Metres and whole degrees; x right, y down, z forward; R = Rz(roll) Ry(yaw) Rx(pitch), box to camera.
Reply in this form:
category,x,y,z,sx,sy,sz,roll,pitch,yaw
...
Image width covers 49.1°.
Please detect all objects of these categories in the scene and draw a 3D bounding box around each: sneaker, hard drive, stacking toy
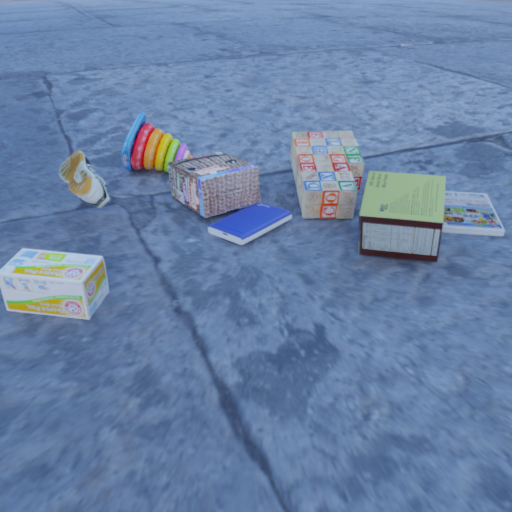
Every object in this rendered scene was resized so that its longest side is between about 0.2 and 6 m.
category,x,y,z,sx,sy,sz,roll,pitch,yaw
sneaker,-3.409,-1.483,11.194,0.642,0.743,1.696,-41,43,6
hard drive,-0.112,-0.666,11.089,0.946,0.182,1.434,21,37,38
stacking toy,-2.028,-2.399,13.359,2.119,1.230,1.163,18,64,-3

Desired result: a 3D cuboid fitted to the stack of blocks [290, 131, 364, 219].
category,x,y,z,sx,sy,sz,roll,pitch,yaw
stack of blocks,1.568,-1.799,12.073,1.404,0.714,2.438,-1,40,-3

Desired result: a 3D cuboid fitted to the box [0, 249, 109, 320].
category,x,y,z,sx,sy,sz,roll,pitch,yaw
box,-3.164,0.433,8.824,1.420,0.720,0.799,5,32,8

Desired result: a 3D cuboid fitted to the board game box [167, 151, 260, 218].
category,x,y,z,sx,sy,sz,roll,pitch,yaw
board game box,-0.911,-1.552,11.837,1.327,0.806,1.664,-18,29,-27

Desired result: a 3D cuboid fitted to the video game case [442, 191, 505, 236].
category,x,y,z,sx,sy,sz,roll,pitch,yaw
video game case,4.307,-0.910,11.591,1.224,0.154,1.709,5,31,7

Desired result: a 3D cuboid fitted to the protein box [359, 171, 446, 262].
category,x,y,z,sx,sy,sz,roll,pitch,yaw
protein box,2.649,-0.736,10.190,1.396,0.942,1.386,6,44,15
